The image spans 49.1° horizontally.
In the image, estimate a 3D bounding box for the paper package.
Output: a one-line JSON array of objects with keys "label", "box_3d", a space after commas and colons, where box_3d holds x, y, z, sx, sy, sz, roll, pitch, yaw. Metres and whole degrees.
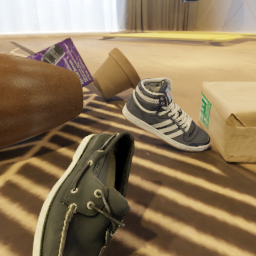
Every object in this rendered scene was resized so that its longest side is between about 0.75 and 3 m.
[{"label": "paper package", "box_3d": [3.348, -0.270, 7.346, 2.509, 1.362, 2.632, 1, 24, -1]}]

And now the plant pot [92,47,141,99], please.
[{"label": "plant pot", "box_3d": [-0.580, -1.993, 11.015, 1.554, 1.782, 1.782, -36, 28, 0]}]

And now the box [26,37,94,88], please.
[{"label": "box", "box_3d": [-2.589, -1.703, 9.355, 1.197, 1.698, 2.295, -9, 26, 50]}]

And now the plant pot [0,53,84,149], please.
[{"label": "plant pot", "box_3d": [-2.637, -0.772, 7.281, 2.706, 2.529, 2.529, -9, 25, -29]}]

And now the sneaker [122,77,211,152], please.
[{"label": "sneaker", "box_3d": [1.132, -0.349, 6.841, 2.398, 1.301, 0.840, 24, 44, -1]}]

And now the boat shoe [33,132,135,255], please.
[{"label": "boat shoe", "box_3d": [-0.388, 1.004, 3.973, 0.923, 1.041, 2.784, -18, 27, 23]}]
